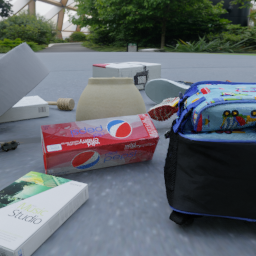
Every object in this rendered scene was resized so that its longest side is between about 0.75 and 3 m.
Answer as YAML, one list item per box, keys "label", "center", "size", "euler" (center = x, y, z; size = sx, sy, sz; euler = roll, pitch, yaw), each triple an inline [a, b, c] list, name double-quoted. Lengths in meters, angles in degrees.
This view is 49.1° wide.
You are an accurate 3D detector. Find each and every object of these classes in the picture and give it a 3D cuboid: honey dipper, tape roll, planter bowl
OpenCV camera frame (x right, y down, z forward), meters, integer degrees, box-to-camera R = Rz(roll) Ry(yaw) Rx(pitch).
- label: "honey dipper"
  center: [-2.902, -0.891, 9.953]
  size: [2.166, 0.411, 0.411]
  euler: [5, 19, 23]
- label: "tape roll"
  center: [-3.182, -0.833, 6.625]
  size: [2.705, 0.894, 2.705]
  euler: [-33, 23, 16]
- label: "planter bowl"
  center: [-0.438, -0.692, 7.453]
  size: [1.961, 1.320, 1.961]
  euler: [0, 11, 0]

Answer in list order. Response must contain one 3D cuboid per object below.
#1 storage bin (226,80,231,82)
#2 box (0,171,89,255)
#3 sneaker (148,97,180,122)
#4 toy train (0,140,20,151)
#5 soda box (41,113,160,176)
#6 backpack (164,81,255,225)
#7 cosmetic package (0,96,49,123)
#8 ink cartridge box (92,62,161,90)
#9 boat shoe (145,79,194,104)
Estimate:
- label: "storage bin"
  center: [2.857, -0.661, 8.007]
  size: [1.724, 1.255, 1.158]
  euler: [-6, 27, -26]
- label: "box"
  center: [-1.419, 1.130, 3.890]
  size: [1.127, 0.284, 1.562]
  euler: [8, 19, 21]
- label: "sneaker"
  center: [1.065, -0.534, 7.712]
  size: [1.220, 0.475, 0.501]
  euler: [-17, 29, -22]
- label: "toy train"
  center: [-2.945, 0.480, 6.054]
  size: [1.169, 0.199, 0.268]
  euler: [-16, 12, -38]
- label: "soda box"
  center: [-0.526, 0.305, 5.376]
  size: [2.154, 0.754, 0.683]
  euler: [-7, 48, -20]
- label: "backpack"
  center: [1.818, 0.170, 4.415]
  size: [2.468, 1.818, 2.703]
  euler: [2, 17, 9]
- label: "cosmetic package"
  center: [-3.610, -0.615, 8.904]
  size: [1.841, 0.476, 1.388]
  euler: [-10, 23, -28]
- label: "ink cartridge box"
  center: [-0.017, -2.547, 13.663]
  size: [2.810, 1.171, 2.040]
  euler: [-16, 24, -40]
- label: "boat shoe"
  center: [2.027, -1.281, 10.365]
  size: [2.688, 0.951, 1.220]
  euler: [13, 21, 16]
